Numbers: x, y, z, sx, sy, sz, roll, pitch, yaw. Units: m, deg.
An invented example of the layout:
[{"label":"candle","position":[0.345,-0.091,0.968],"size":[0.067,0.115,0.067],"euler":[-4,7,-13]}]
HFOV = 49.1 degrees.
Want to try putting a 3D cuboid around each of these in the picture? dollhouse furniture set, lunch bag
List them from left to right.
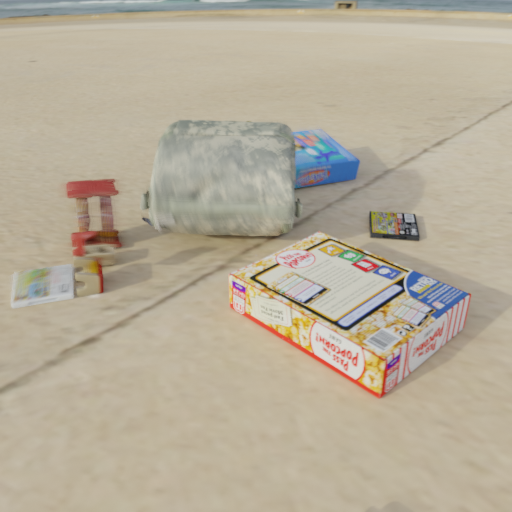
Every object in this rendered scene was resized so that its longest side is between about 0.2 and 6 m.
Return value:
[{"label":"dollhouse furniture set","position":[-2.984,-0.423,10.530],"size":[0.948,1.254,2.331],"euler":[-6,32,-18]},{"label":"lunch bag","position":[-0.657,-1.456,11.461],"size":[3.053,2.127,2.561],"euler":[3,28,-1]}]

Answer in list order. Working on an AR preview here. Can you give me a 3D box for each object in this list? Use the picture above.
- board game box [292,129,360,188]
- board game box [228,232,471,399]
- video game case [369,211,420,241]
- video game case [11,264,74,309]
[{"label":"board game box","position":[1.032,-2.563,14.737],"size":[2.678,0.602,2.037],"euler":[-10,40,-23]},{"label":"board game box","position":[1.434,0.721,9.063],"size":[2.343,0.716,3.093],"euler":[-24,37,-37]},{"label":"video game case","position":[2.976,-0.655,12.159],"size":[1.014,0.143,1.122],"euler":[5,30,8]},{"label":"video game case","position":[-3.818,0.525,10.045],"size":[1.013,0.127,1.113],"euler":[-9,31,-16]}]
